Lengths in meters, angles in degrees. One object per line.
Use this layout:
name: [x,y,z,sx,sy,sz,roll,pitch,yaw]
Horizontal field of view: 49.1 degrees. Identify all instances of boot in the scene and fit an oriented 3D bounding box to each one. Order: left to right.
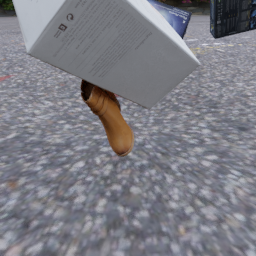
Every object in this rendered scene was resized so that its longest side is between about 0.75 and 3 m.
boot: [-0.372,-0.205,4.489,0.465,0.977,1.263,-28,57,12]

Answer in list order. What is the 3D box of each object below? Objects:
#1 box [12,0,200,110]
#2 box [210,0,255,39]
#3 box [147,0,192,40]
box: [-0.261,-1.510,4.266,2.497,1.217,1.553,19,37,-48]
box: [3.151,-3.680,7.793,1.635,2.073,0.529,-12,45,5]
box: [1.099,-3.383,9.904,1.748,1.077,1.734,21,70,6]
